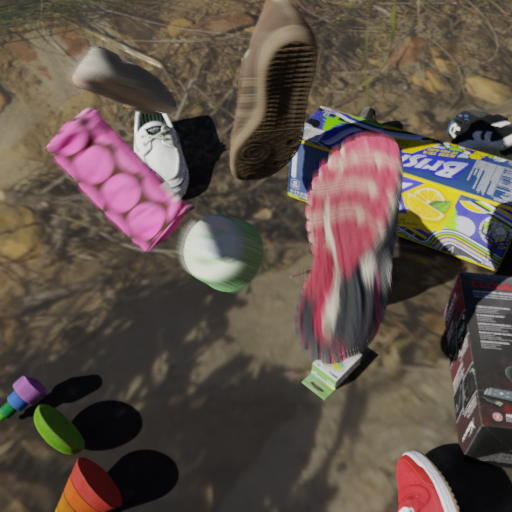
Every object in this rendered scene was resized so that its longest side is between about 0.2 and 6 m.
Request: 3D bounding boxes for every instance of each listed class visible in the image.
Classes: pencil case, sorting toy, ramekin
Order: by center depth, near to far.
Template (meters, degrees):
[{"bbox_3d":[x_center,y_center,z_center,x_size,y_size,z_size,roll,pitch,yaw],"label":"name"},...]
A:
[{"bbox_3d":[-1.579,-0.922,6.565,1.742,0.816,0.791,44,44,-8],"label":"pencil case"},{"bbox_3d":[-0.486,-0.064,7.760,1.057,0.516,1.057,-8,74,28],"label":"ramekin"},{"bbox_3d":[-2.949,2.824,7.886,0.884,0.890,2.566,-45,59,-8],"label":"sorting toy"}]

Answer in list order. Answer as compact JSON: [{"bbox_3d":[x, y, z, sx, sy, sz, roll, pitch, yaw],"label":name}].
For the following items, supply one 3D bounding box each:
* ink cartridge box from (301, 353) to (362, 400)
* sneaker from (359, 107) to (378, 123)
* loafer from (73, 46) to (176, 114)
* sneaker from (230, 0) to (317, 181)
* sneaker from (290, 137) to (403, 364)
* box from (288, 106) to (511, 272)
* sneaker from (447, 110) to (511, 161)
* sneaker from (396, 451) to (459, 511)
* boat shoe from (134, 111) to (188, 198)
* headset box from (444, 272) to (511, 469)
[{"bbox_3d":[1.226,1.820,9.069,0.495,0.283,0.954,34,54,29],"label":"ink cartridge box"},{"bbox_3d":[2.886,-2.755,13.335,1.160,0.774,2.025,9,49,7],"label":"sneaker"},{"bbox_3d":[-2.524,-3.280,10.908,0.763,2.426,0.872,-31,72,20],"label":"loafer"},{"bbox_3d":[0.234,-2.692,9.522,1.189,3.374,1.275,-2,59,-17],"label":"sneaker"},{"bbox_3d":[1.251,-0.091,7.225,1.162,2.883,1.076,20,13,37],"label":"sneaker"},{"bbox_3d":[2.987,-1.473,11.407,4.612,1.616,1.483,23,49,21],"label":"box"},{"bbox_3d":[4.801,-2.571,13.012,3.045,1.113,1.703,-16,43,-27],"label":"sneaker"},{"bbox_3d":[1.786,3.676,6.766,1.453,0.920,2.583,-3,47,-8],"label":"sneaker"},{"bbox_3d":[-2.368,-2.572,12.895,1.187,1.078,3.228,-14,47,-14],"label":"boat shoe"},{"bbox_3d":[4.288,1.611,8.625,2.335,1.212,3.137,6,47,6],"label":"headset box"}]
